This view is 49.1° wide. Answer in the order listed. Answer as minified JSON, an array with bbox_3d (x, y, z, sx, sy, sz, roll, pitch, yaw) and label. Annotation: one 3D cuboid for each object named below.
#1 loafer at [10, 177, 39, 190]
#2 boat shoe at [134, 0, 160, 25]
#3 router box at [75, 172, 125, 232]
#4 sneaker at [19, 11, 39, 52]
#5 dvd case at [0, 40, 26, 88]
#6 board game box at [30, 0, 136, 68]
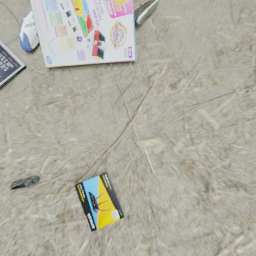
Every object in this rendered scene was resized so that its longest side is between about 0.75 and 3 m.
[{"bbox_3d":[-2.969,1.626,8.040,0.809,0.255,0.291,-13,116,0],"label":"loafer"},{"bbox_3d":[0.567,-3.874,9.048,0.418,0.495,1.389,35,58,6],"label":"boat shoe"},{"bbox_3d":[-0.815,2.066,7.918,1.013,0.347,1.358,-20,80,-17],"label":"router box"},{"bbox_3d":[-2.667,-3.370,8.948,0.956,0.817,2.169,19,80,9],"label":"sneaker"},{"bbox_3d":[-4.233,-1.852,8.751,1.220,0.201,1.623,45,76,-1],"label":"dvd case"},{"bbox_3d":[-1.225,-3.004,8.326,2.858,2.187,0.576,-4,33,-1],"label":"board game box"}]
